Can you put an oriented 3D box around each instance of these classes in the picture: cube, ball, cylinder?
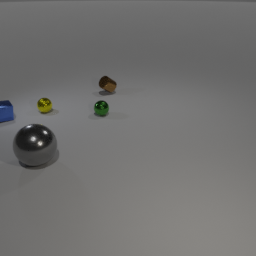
[{"bbox_3d":[-5.485,-0.750,12.300,0.700,0.700,0.700,-11,32,-34],"label":"cube"},{"bbox_3d":[-3.872,-1.062,13.009,0.700,0.700,0.700,0,28,0],"label":"ball"},{"bbox_3d":[-3.055,0.557,9.241,1.400,1.400,1.400,0,28,0],"label":"ball"},{"bbox_3d":[-1.202,-0.905,12.705,0.700,0.700,0.700,0,28,0],"label":"ball"},{"bbox_3d":[-1.079,-2.325,14.899,0.700,0.700,0.700,26,1,39],"label":"cylinder"}]
